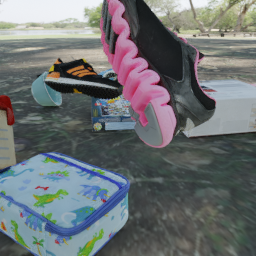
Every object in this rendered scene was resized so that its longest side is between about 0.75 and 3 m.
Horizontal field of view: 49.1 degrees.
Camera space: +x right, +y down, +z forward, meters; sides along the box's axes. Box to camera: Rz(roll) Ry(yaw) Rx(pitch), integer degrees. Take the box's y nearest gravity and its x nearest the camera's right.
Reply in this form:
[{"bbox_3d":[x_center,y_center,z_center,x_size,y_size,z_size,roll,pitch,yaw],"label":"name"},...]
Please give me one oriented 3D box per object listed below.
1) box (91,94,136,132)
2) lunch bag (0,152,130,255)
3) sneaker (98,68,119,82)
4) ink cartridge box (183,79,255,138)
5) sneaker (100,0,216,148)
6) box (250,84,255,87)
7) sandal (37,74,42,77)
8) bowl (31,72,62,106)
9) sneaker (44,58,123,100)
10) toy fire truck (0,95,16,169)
[{"bbox_3d":[-0.366,-0.595,9.474,1.727,0.477,2.529,-3,22,-6],"label":"box"},{"bbox_3d":[-1.140,1.156,4.648,2.136,0.881,1.717,16,24,32],"label":"lunch bag"},{"bbox_3d":[-0.895,-2.616,13.882,1.149,1.001,2.554,8,23,28],"label":"sneaker"},{"bbox_3d":[2.774,-0.752,8.968,2.717,1.139,2.386,-4,22,-10],"label":"ink cartridge box"},{"bbox_3d":[0.468,-1.216,4.594,1.429,2.997,1.184,-16,-14,-16],"label":"sneaker"},{"bbox_3d":[5.042,-1.659,12.118,0.963,0.494,0.456,5,22,13],"label":"box"},{"bbox_3d":[-4.625,-2.965,15.646,1.249,0.282,0.469,13,25,29],"label":"sandal"},{"bbox_3d":[-3.144,-1.376,10.618,0.704,1.345,1.345,-19,20,9],"label":"bowl"},{"bbox_3d":[-0.966,-1.218,6.377,1.919,0.863,0.671,9,-16,19],"label":"sneaker"},{"bbox_3d":[-3.865,0.041,6.815,2.390,1.747,2.715,-15,16,-34],"label":"toy fire truck"}]
